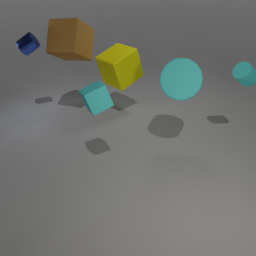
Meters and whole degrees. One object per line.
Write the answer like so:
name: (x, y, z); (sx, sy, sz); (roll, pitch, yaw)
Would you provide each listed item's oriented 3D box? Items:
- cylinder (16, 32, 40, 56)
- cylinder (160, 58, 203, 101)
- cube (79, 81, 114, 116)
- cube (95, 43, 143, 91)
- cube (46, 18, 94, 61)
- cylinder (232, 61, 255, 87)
cylinder: (-4.136, -3.478, 11.607); (0.700, 0.700, 0.700); (-34, 29, 9)
cylinder: (1.896, -1.678, 9.905); (1.400, 1.400, 1.400); (7, 7, 13)
cube: (-0.959, -0.906, 8.402); (0.700, 0.700, 0.700); (-29, 29, -10)
cube: (-0.377, -2.763, 12.604); (1.400, 1.400, 1.400); (-39, 45, -22)
cube: (-2.399, -3.669, 11.756); (1.400, 1.400, 1.400); (6, 3, 20)
cylinder: (4.340, -1.987, 10.349); (0.700, 0.700, 0.700); (25, 12, -38)
